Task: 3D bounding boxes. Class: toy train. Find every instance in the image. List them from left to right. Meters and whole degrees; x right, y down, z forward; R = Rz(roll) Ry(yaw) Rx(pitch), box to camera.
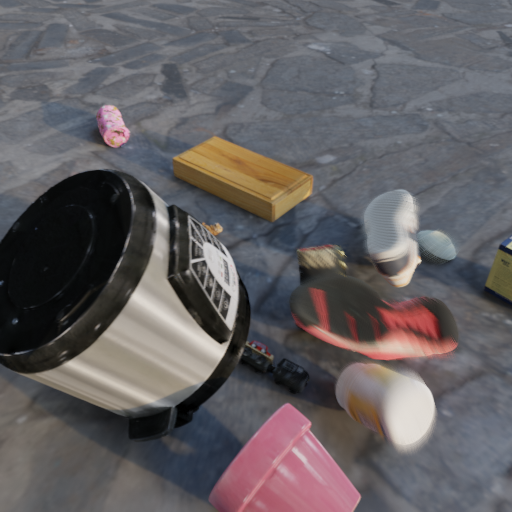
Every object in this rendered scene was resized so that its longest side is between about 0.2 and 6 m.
[{"bbox_3d":[-0.003,1.636,9.291,2.014,0.344,0.461,24,42,26],"label":"toy train"}]

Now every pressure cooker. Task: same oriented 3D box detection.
[{"bbox_3d":[-1.744,0.727,8.127,3.005,3.364,2.959,28,78,43],"label":"pressure cooker"}]

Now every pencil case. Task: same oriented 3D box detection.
[{"bbox_3d":[-3.985,-3.612,15.516,0.690,0.660,1.594,26,21,-39],"label":"pencil case"}]

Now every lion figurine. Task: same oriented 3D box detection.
[{"bbox_3d":[-1.081,-0.474,12.014,0.430,0.254,0.702,33,63,24],"label":"lion figurine"}]

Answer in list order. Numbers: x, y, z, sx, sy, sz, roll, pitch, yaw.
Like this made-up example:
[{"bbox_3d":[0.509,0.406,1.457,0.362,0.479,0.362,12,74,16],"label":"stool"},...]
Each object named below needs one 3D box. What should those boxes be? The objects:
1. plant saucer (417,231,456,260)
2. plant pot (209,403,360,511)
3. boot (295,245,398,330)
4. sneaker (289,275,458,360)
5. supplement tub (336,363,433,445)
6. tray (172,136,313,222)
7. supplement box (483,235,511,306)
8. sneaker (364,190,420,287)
[{"bbox_3d":[3.754,-0.283,11.507,0.880,0.221,0.880,19,34,-13],"label":"plant saucer"},{"bbox_3d":[0.437,2.890,6.967,1.401,1.565,1.565,38,50,17],"label":"plant pot"},{"bbox_3d":[1.595,0.521,9.728,1.895,1.431,0.684,-4,6,-4],"label":"boot"},{"bbox_3d":[1.675,1.185,8.634,2.958,1.283,1.090,14,55,-25],"label":"sneaker"},{"bbox_3d":[1.814,2.074,8.051,0.884,0.884,1.222,-22,17,-25],"label":"supplement tub"},{"bbox_3d":[-0.364,-1.951,13.539,3.138,0.581,1.548,28,47,29],"label":"tray"},{"bbox_3d":[5.012,0.317,10.270,0.768,1.143,1.144,-30,48,-32],"label":"supplement box"},{"bbox_3d":[2.703,-0.365,11.147,0.998,1.011,2.546,-13,29,26],"label":"sneaker"}]
